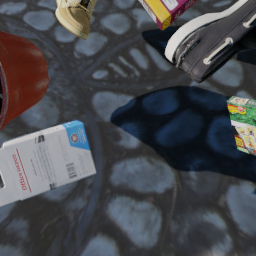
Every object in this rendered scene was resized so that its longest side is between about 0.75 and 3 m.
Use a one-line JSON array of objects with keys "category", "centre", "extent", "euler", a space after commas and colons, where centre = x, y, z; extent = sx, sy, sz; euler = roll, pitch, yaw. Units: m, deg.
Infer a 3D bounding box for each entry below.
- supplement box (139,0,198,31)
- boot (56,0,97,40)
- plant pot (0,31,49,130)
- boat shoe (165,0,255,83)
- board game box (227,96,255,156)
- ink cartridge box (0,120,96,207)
[{"category": "supplement box", "centre": [1.313, -3.908, 6.333], "extent": [2.784, 1.436, 1.822], "euler": [-37, 95, 13]}, {"category": "boot", "centre": [-0.986, -3.402, 7.065], "extent": [1.782, 0.835, 2.293], "euler": [-43, 40, 23]}, {"category": "plant pot", "centre": [-2.583, -0.885, 5.038], "extent": [2.156, 2.156, 2.097], "euler": [10, 17, 6]}, {"category": "boat shoe", "centre": [1.862, -1.587, 4.517], "extent": [2.649, 0.979, 0.799], "euler": [-30, 70, -19]}, {"category": "board game box", "centre": [2.231, 0.166, 3.790], "extent": [0.221, 0.988, 1.886], "euler": [-33, 29, -20]}, {"category": "ink cartridge box", "centre": [-1.174, 0.439, 3.776], "extent": [1.309, 0.444, 0.760], "euler": [-17, 104, -19]}]
